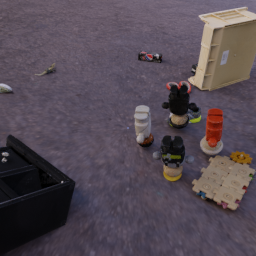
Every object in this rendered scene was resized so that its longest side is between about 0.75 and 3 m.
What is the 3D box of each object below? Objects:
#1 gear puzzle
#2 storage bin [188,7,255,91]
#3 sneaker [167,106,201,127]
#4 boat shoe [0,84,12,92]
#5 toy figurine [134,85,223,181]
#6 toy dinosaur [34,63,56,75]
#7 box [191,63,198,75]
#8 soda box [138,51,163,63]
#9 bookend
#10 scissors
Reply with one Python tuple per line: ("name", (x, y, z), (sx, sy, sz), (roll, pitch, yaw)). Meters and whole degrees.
("gear puzzle", (2.648, 1.257, 7.464), (1.210, 0.306, 2.335), (22, 39, 29))
("storage bin", (3.854, -3.115, 11.205), (2.664, 2.684, 1.258), (-18, 43, -22))
("sneaker", (1.888, -0.411, 9.397), (1.326, 0.537, 0.490), (-17, 40, -21))
("boat shoe", (-5.087, -1.555, 11.124), (1.047, 0.377, 0.325), (12, 66, 18))
("toy figurine", (1.368, 0.117, 7.854), (2.176, 1.538, 2.211), (-32, 50, -18))
("toy dinosaur", (-3.542, -2.557, 12.447), (0.527, 0.284, 1.196), (7, 36, 34))
("box", (3.785, -2.445, 11.964), (1.681, 0.366, 1.347), (-18, 42, -22))
("soda box", (1.075, -3.429, 13.512), (1.126, 0.357, 0.399), (10, 38, 13))
("bookend", (-2.965, 1.314, 5.862), (2.571, 1.184, 2.555), (28, 21, 32))
("scissors", (1.983, -1.134, 10.631), (0.976, 0.186, 2.668), (4, 36, 2))
